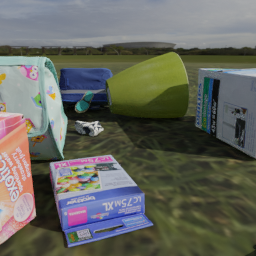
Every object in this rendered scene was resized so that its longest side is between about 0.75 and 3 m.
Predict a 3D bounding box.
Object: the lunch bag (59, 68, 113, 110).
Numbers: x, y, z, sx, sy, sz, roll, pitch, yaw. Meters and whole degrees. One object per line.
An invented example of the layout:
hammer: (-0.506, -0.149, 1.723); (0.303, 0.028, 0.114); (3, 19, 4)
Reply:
lunch bag: (-1.379, -1.325, 9.981); (2.049, 1.356, 1.392); (1, -1, 6)

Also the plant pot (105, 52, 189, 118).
plant pot: (0.460, -1.116, 8.521); (2.150, 2.011, 2.011); (-12, 18, -9)

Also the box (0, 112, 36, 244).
box: (-2.645, 0.492, 3.341); (2.764, 1.418, 1.308); (8, 17, 23)

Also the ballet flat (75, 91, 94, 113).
ballet flat: (-1.370, -0.744, 8.784); (0.373, 0.345, 1.107); (33, 42, -5)

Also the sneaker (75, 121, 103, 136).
sneaker: (-0.969, -0.029, 7.232); (0.771, 0.308, 0.501); (12, 18, 35)

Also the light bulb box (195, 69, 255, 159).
light bulb box: (3.338, -0.551, 6.627); (2.584, 1.627, 2.607); (-4, 16, -14)

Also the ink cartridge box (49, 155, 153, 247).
ink cartridge box: (-0.482, 0.877, 3.960); (1.074, 0.378, 1.799); (-6, 19, -19)

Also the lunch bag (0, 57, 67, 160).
lunch bag: (-2.108, -0.340, 4.788); (1.875, 2.201, 1.342); (0, 59, -3)
